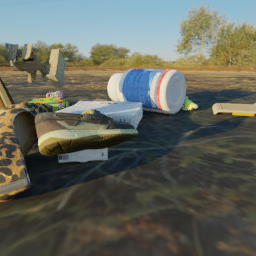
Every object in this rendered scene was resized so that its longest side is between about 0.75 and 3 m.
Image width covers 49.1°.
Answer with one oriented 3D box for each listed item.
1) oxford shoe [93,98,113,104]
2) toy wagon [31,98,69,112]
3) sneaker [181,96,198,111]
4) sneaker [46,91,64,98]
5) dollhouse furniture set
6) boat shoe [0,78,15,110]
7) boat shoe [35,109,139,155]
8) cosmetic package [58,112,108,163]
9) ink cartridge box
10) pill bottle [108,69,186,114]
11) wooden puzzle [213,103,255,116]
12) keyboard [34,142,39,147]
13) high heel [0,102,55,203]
[{"bbox_3d":[-1.098,-1.079,12.145,0.402,0.379,1.075,20,25,41],"label":"oxford shoe"},{"bbox_3d":[-3.226,-0.931,11.484,1.506,0.384,1.941,-7,15,-25],"label":"toy wagon"},{"bbox_3d":[2.368,-1.033,11.605,0.523,0.530,1.387,-5,16,-27],"label":"sneaker"},{"bbox_3d":[-3.910,-1.741,14.906,0.950,0.382,0.420,-9,9,-29],"label":"sneaker"},{"bbox_3d":[-2.411,-1.577,7.528,1.280,0.850,1.121,-2,-22,8],"label":"dollhouse furniture set"},{"bbox_3d":[-3.483,-1.103,6.420,0.994,2.925,1.052,-30,-9,-18],"label":"boat shoe"},{"bbox_3d":[-0.598,-0.010,4.682,0.725,0.667,2.028,-31,-17,38],"label":"boat shoe"},{"bbox_3d":[-1.075,0.134,6.350,1.026,0.738,1.818,-3,13,-14],"label":"cosmetic package"},{"bbox_3d":[-0.806,-0.474,9.324,2.515,0.512,2.520,2,14,8],"label":"ink cartridge box"},{"bbox_3d":[0.649,-1.539,11.245,2.987,1.676,1.676,12,18,38],"label":"pill bottle"},{"bbox_3d":[4.225,-0.715,10.869,1.762,0.328,1.630,-1,13,15],"label":"wooden puzzle"},{"bbox_3d":[-3.214,0.225,7.005,2.860,0.567,1.489,-3,37,-15],"label":"keyboard"},{"bbox_3d":[-1.719,0.254,5.020,2.088,1.046,2.930,2,28,29],"label":"high heel"}]
